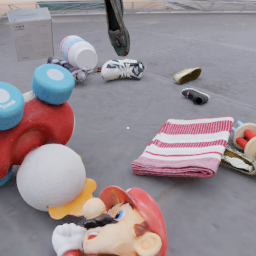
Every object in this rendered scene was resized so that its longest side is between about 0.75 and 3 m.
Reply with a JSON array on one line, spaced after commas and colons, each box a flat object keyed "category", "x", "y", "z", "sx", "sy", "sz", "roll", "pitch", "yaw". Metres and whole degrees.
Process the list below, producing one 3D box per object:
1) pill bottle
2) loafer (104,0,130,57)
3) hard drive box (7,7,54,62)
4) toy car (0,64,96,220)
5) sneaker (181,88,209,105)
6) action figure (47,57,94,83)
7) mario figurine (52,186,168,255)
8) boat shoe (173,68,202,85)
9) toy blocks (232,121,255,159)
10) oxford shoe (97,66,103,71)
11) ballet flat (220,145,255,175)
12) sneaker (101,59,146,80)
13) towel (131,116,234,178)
[{"category": "pill bottle", "x": -2.029, "y": -3.093, "z": 11.679, "sx": 1.168, "sy": 1.168, "sz": 2.148, "roll": -13, "pitch": 31, "yaw": -22}, {"category": "loafer", "x": -0.426, "y": -3.199, "z": 8.822, "sx": 0.701, "sy": 1.950, "sz": 0.613, "roll": 1, "pitch": 22, "yaw": 29}, {"category": "hard drive box", "x": -2.470, "y": -2.383, "z": 7.230, "sx": 0.977, "sy": 1.254, "sz": 0.482, "roll": -14, "pitch": 61, "yaw": -20}, {"category": "toy car", "x": -1.377, "y": 0.546, "z": 5.007, "sx": 2.371, "sy": 2.185, "sz": 2.097, "roll": 42, "pitch": 43, "yaw": 11}, {"category": "sneaker", "x": 2.058, "y": -1.000, "z": 8.835, "sx": 0.927, "sy": 0.328, "sz": 0.460, "roll": 22, "pitch": 31, "yaw": 26}, {"category": "action figure", "x": -2.141, "y": -2.068, "z": 10.426, "sx": 1.329, "sy": 0.708, "sz": 2.042, "roll": -18, "pitch": 37, "yaw": -41}, {"category": "mario figurine", "x": -0.569, "y": 1.567, "z": 3.225, "sx": 1.705, "sy": 1.464, "sz": 2.762, "roll": 13, "pitch": 33, "yaw": 25}, {"category": "boat shoe", "x": 2.226, "y": -2.017, "z": 10.472, "sx": 1.323, "sy": 0.489, "sz": 0.439, "roll": -23, "pitch": 43, "yaw": -34}, {"category": "toy blocks", "x": 3.189, "y": 0.352, "z": 6.106, "sx": 1.566, "sy": 0.682, "sz": 1.879, "roll": 1, "pitch": 24, "yaw": -4}, {"category": "oxford shoe", "x": -0.901, "y": -2.560, "z": 11.594, "sx": 0.892, "sy": 0.324, "sz": 0.317, "roll": -18, "pitch": 34, "yaw": -29}, {"category": "ballet flat", "x": 2.078, "y": 0.605, "z": 5.836, "sx": 1.331, "sy": 0.451, "sz": 0.501, "roll": 24, "pitch": 13, "yaw": 32}, {"category": "sneaker", "x": -0.041, "y": -2.166, "z": 10.475, "sx": 1.182, "sy": 0.725, "sz": 1.816, "roll": 14, "pitch": 21, "yaw": 39}, {"category": "towel", "x": 1.289, "y": 0.298, "z": 6.140, "sx": 1.709, "sy": 0.270, "sz": 2.373, "roll": -3, "pitch": 25, "yaw": 31}]
